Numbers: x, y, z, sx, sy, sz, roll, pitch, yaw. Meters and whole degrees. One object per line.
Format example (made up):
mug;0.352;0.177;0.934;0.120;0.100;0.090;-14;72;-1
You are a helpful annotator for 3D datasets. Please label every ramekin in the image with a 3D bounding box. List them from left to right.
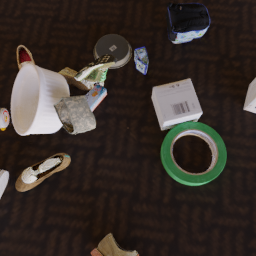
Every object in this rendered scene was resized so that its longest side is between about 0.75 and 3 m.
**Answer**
ramekin;-2.925;-0.881;9.333;1.130;2.319;2.319;6;65;-42

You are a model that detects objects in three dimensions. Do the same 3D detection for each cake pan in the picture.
cake pan;-0.619;-3.133;11.241;1.546;0.284;1.546;0;71;0

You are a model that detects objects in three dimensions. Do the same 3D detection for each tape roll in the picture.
tape roll;2.251;0.875;9.739;2.184;0.525;2.184;0;71;1

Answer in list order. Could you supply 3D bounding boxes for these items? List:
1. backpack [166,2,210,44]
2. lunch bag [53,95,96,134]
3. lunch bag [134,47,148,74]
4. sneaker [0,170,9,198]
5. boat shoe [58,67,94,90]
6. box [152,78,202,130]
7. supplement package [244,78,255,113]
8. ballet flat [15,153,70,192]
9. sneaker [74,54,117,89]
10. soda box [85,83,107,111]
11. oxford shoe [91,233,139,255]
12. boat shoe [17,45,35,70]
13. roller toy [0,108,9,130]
backpack;2.343;-4.169;11.116;1.567;1.152;1.434;-7;77;-1
lunch bag;-1.561;-0.353;8.432;0.919;0.659;1.120;-14;76;-51
lunch bag;0.547;-2.572;10.827;0.524;0.699;0.822;-19;72;-6
sneaker;-4.854;2.518;8.919;1.057;1.044;2.663;15;61;0
boat shoe;-1.905;-1.902;10.469;1.717;0.629;0.538;24;64;27
box;1.718;-0.839;10.110;1.418;0.932;1.426;-14;72;-5
supplement package;5.253;-1.171;9.913;1.575;1.506;1.158;19;72;6
ballet flat;-2.927;1.427;9.429;2.076;0.751;0.704;-26;73;-8
sneaker;-0.855;-1.659;8.462;0.736;1.660;0.638;50;47;-25
soda box;-1.405;-0.956;10.378;0.459;0.493;1.443;35;75;11
oxford shoe;0.136;4.255;8.385;2.596;0.919;0.958;36;73;11
boat shoe;-3.909;-2.354;10.777;0.689;0.647;1.870;-22;73;-7
roller toy;-4.609;-0.354;10.059;0.543;0.709;0.777;-1;71;-1
